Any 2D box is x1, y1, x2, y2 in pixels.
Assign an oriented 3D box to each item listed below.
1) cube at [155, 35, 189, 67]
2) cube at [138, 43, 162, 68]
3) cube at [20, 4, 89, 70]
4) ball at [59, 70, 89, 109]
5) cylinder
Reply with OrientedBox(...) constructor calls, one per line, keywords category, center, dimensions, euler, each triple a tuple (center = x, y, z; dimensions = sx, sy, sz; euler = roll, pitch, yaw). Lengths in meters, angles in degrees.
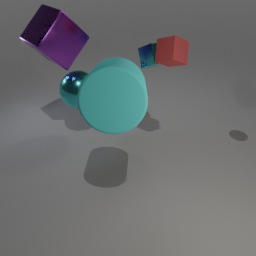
OrientedBox(category="cube", center=(1.306, -2.257, 8.304), dimensions=(0.700, 0.700, 0.700), euler=(5, 0, 45))
OrientedBox(category="cube", center=(0.867, -2.478, 9.571), dimensions=(0.700, 0.700, 0.700), euler=(-16, 8, -39))
OrientedBox(category="cube", center=(-2.474, -3.061, 9.477), dimensions=(1.400, 1.400, 1.400), euler=(34, 90, 40))
OrientedBox(category="ball", center=(-1.794, -1.387, 10.207), dimensions=(1.400, 1.400, 1.400), euler=(0, 32, 0))
OrientedBox(category="cylinder", center=(-0.290, -0.756, 6.136), dimensions=(1.400, 1.400, 1.400), euler=(1, 21, 1))
